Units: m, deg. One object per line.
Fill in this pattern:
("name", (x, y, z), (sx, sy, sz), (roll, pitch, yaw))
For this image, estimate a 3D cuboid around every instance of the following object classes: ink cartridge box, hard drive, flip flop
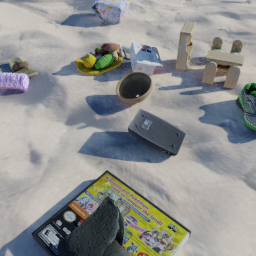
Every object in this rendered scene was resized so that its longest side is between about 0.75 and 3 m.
("ink cartridge box", (0.761, -3.029, 12.273), (1.210, 0.578, 1.379), (6, 52, -19))
("hard drive", (0.910, 0.162, 8.927), (1.718, 0.364, 1.159), (29, 47, 5))
("flip flop", (-4.629, -2.681, 12.152), (0.839, 0.596, 2.070), (-26, 49, -26))

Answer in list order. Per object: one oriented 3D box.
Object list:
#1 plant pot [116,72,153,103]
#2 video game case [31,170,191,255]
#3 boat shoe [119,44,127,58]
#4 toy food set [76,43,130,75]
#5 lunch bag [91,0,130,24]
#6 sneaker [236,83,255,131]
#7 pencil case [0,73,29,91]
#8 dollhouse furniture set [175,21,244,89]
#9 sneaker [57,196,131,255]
("plant pot", (0.299, -1.404, 10.583), (1.404, 0.648, 1.404), (-10, 53, 14))
("video game case", (-0.384, 2.544, 6.629), (2.811, 0.358, 2.540), (31, 51, 30))
("boat shoe", (-0.245, -3.651, 13.282), (0.275, 0.279, 0.775), (-8, 71, -21))
("toy food set", (-1.114, -3.370, 12.693), (2.681, 0.876, 1.578), (-31, 51, -30))
("lunch bag", (-1.022, -7.105, 16.559), (1.908, 1.213, 1.618), (21, 47, 7))
("sneaker", (4.460, -0.735, 9.762), (0.889, 0.970, 2.277), (-4, 43, -5))
("pencil case", (-4.823, -1.858, 11.226), (1.633, 0.685, 0.698), (1, 74, 5))
("dollhouse furniture set", (3.577, -3.306, 11.963), (2.730, 1.777, 2.508), (14, 45, 15))
("sneaker", (-0.994, 2.847, 5.542), (2.934, 0.881, 1.530), (-42, 48, -16))
